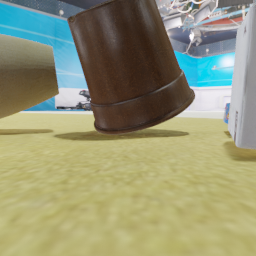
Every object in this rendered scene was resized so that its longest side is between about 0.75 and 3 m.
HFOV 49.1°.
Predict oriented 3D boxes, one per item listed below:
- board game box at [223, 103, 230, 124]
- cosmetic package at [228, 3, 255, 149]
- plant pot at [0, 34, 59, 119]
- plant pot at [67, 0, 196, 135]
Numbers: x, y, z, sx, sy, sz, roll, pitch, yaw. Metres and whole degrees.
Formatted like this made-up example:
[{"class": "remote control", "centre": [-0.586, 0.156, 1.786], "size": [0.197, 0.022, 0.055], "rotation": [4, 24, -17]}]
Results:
[{"class": "board game box", "centre": [3.098, -0.215, 6.126], "size": [1.787, 0.499, 1.750], "rotation": [8, 6, 14]}, {"class": "cosmetic package", "centre": [2.549, -0.628, 3.782], "size": [2.082, 1.716, 1.718], "rotation": [5, 9, 16]}, {"class": "plant pot", "centre": [-3.054, -1.267, 6.790], "size": [2.579, 2.415, 2.415], "rotation": [-8, 6, -12]}, {"class": "plant pot", "centre": [-0.036, -1.533, 6.309], "size": [2.518, 2.493, 2.518], "rotation": [-18, 21, 7]}]
